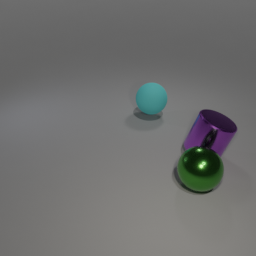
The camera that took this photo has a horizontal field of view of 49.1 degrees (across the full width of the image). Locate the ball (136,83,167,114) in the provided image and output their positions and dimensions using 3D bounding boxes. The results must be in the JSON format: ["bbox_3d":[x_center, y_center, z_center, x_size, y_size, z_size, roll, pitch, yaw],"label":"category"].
[{"bbox_3d":[1.040,-1.298,12.394,1.400,1.400,1.400,0,31,0],"label":"ball"}]

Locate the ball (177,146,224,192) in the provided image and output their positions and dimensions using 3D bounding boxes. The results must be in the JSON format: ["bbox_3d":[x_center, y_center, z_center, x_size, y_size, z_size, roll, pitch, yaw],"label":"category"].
[{"bbox_3d":[2.229,1.250,8.652,1.400,1.400,1.400,0,31,0],"label":"ball"}]

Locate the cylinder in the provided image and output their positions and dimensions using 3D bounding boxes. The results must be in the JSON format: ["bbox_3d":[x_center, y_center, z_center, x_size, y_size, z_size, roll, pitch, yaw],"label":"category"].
[{"bbox_3d":[2.894,0.276,9.931,1.400,1.400,1.400,15,31,-9],"label":"cylinder"}]
